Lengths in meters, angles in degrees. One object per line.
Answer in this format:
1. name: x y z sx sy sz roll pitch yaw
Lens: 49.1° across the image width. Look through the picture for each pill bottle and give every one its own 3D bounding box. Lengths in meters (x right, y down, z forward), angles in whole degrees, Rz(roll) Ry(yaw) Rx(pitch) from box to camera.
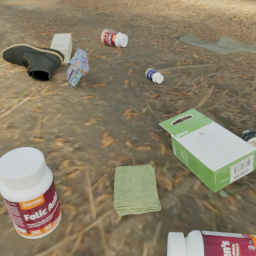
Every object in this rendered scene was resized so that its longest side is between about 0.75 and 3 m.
1. pill bottle: -2.128 1.425 6.119 1.088 1.905 1.088 0 37 0
2. pill bottle: -0.764 -5.076 15.963 1.384 0.790 0.790 19 40 25
3. pill bottle: 1.671 2.519 5.444 1.748 0.958 0.958 3 36 4
4. pill bottle: 1.181 -2.309 12.459 0.462 0.462 0.799 -22 41 -27

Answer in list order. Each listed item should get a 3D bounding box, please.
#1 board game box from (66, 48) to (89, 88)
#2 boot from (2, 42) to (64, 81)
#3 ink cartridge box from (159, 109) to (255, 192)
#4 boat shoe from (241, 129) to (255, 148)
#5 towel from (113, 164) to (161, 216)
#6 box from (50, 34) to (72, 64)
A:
1. board game box: -2.154 -2.487 11.842 0.439 1.423 1.423 24 20 -33
2. boot: -4.665 -2.997 12.953 2.925 1.133 2.023 2 41 4
3. ink cartridge box: 2.168 0.501 8.098 1.377 0.787 2.653 -24 36 -15
4. boat shoe: 4.482 0.210 8.855 1.788 0.642 0.604 -8 41 -7
5. towel: 0.195 1.569 7.309 1.170 0.288 1.577 -3 37 -2
6. box: -3.498 -4.229 14.788 0.969 0.806 2.358 -3 36 -4
